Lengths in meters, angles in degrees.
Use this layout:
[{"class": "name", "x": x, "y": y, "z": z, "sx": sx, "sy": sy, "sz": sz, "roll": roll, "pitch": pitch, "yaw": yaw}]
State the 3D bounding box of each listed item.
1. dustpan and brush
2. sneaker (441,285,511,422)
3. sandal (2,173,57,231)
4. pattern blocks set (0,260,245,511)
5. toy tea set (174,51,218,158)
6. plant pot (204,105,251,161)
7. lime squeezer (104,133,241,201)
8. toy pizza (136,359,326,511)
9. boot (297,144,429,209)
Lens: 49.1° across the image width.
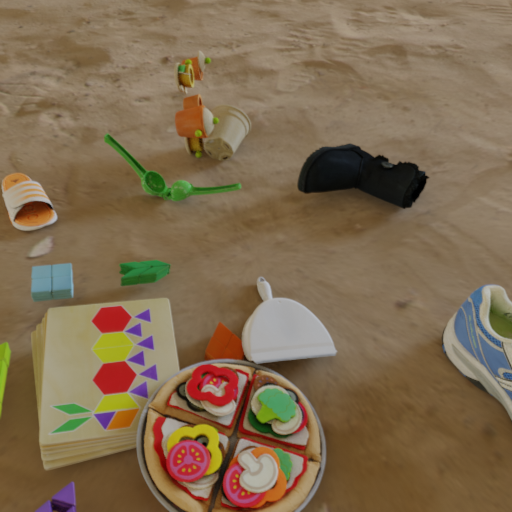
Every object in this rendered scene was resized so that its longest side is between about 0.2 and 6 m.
[{"class": "dustpan and brush", "x": 0.328, "y": 0.958, "z": 8.980, "sx": 1.391, "sy": 0.570, "sz": 1.993, "roll": -3, "pitch": 48, "yaw": -16}, {"class": "sneaker", "x": 3.939, "y": 1.715, "z": 7.501, "sx": 1.262, "sy": 1.284, "sz": 3.333, "roll": -25, "pitch": 49, "yaw": -27}, {"class": "sandal", "x": -4.719, "y": -1.252, "z": 11.244, "sx": 0.816, "sy": 0.610, "sz": 2.130, "roll": -25, "pitch": 48, "yaw": -25}, {"class": "pattern blocks set", "x": -2.098, "y": 1.702, "z": 8.056, "sx": 3.974, "sy": 0.366, "sz": 4.521, "roll": 2, "pitch": 43, "yaw": -7}, {"class": "toy tea set", "x": -1.232, "y": -3.472, "z": 12.396, "sx": 0.890, "sy": 1.430, "sz": 2.405, "roll": -4, "pitch": 84, "yaw": 7}, {"class": "plant pot", "x": -0.732, "y": -2.713, "z": 12.679, "sx": 1.031, "sy": 1.031, "sz": 0.944, "roll": 10, "pitch": 55, "yaw": 11}, {"class": "lime squeezer", "x": -1.712, "y": -1.577, "z": 11.350, "sx": 2.870, "sy": 1.014, "sz": 0.541, "roll": 21, "pitch": 31, "yaw": 4}, {"class": "toy pizza", "x": -0.282, "y": 2.263, "z": 7.158, "sx": 2.443, "sy": 0.387, "sz": 2.443, "roll": 7, "pitch": 42, "yaw": -6}, {"class": "boot", "x": 2.190, "y": -1.534, "z": 11.185, "sx": 1.936, "sy": 0.880, "sz": 2.304, "roll": 28, "pitch": 34, "yaw": 30}]
